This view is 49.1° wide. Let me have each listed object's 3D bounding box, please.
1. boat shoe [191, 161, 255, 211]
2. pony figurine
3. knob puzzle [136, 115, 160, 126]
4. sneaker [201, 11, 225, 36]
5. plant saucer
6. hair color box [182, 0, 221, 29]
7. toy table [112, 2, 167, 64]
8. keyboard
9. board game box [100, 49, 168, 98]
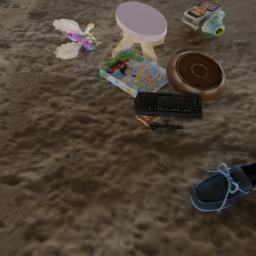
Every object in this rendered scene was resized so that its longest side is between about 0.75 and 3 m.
[{"bbox_3d":[2.962,1.356,7.685,2.731,0.937,1.149,-22,56,-16],"label":"boat shoe"},{"bbox_3d":[-2.095,-3.748,11.451,1.848,1.594,1.914,-3,37,-13],"label":"pony figurine"},{"bbox_3d":[0.666,-0.581,9.678,1.009,0.140,1.009,0,53,0],"label":"knob puzzle"},{"bbox_3d":[4.081,-4.623,12.519,1.452,0.577,0.948,-42,61,-17],"label":"sneaker"},{"bbox_3d":[2.588,-2.031,10.364,2.322,0.372,2.322,5,61,-8],"label":"plant saucer"},{"bbox_3d":[3.448,-5.319,13.064,1.714,0.520,0.849,-36,61,-24],"label":"hair color box"},{"bbox_3d":[0.463,-3.744,11.227,2.401,1.530,2.612,-14,53,-10],"label":"toy table"},{"bbox_3d":[1.365,-0.553,9.394,2.303,0.237,1.464,3,68,-2],"label":"keyboard"},{"bbox_3d":[0.274,-2.049,10.633,2.193,0.401,1.659,36,60,23],"label":"board game box"}]
